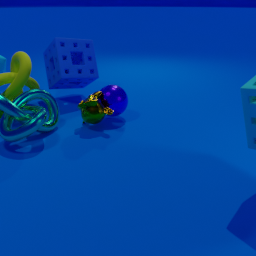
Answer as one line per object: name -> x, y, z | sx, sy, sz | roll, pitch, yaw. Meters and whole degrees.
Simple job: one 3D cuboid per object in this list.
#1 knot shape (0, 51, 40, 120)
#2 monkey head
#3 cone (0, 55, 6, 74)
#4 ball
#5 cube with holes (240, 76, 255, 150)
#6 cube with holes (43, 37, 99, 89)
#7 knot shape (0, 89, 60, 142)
knot shape -> -3.281, -1.039, 7.927 | 0.910, 1.970, 1.843 | 21, 45, 0
monkey head -> -0.859, -0.520, 7.344 | 1.184, 0.714, 0.852 | -13, 28, 42
cone -> -4.340, -2.216, 9.411 | 0.970, 0.967, 0.967 | -5, 18, 39
ball -> -0.437, -0.758, 7.800 | 0.887, 0.887, 0.887 | 0, 26, 0
cube with holes -> 2.648, -0.318, 4.399 | 1.134, 1.134, 1.134 | -35, 30, -29
cube with holes -> -1.871, -2.047, 9.109 | 1.252, 1.252, 1.252 | -8, -5, -33
knot shape -> -2.491, -0.300, 6.719 | 1.803, 0.833, 1.687 | 9, 31, -23
